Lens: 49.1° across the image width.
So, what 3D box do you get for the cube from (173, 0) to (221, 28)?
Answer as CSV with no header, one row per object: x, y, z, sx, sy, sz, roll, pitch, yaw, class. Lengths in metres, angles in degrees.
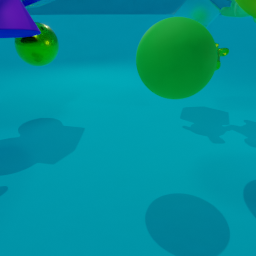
2.229,-3.702,8.969,1.057,1.057,1.057,42,29,-5,cube

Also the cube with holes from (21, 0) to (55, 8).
-2.315,-4.092,7.380,1.360,1.360,1.360,-16,23,11,cube with holes

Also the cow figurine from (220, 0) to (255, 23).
3.331,-3.393,7.706,1.550,0.851,1.525,-16,31,-33,cow figurine

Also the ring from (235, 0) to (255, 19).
2.754,-2.685,4.846,2.069,2.069,0.414,18,65,34,ring

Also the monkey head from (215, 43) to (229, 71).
2.156,-2.129,7.813,1.539,1.107,0.928,6,56,-1,monkey head

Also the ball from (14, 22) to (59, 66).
-2.632,-2.413,8.117,1.229,1.229,1.229,0,24,0,ball

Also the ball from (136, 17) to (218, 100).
0.796,-1.142,4.668,1.328,1.328,1.328,0,24,0,ball

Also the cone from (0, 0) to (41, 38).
-3.010,-3.057,6.512,1.682,1.688,1.682,-4,13,1,cone
